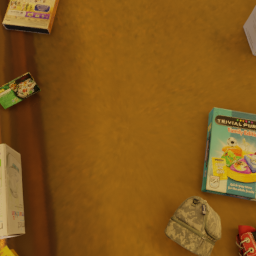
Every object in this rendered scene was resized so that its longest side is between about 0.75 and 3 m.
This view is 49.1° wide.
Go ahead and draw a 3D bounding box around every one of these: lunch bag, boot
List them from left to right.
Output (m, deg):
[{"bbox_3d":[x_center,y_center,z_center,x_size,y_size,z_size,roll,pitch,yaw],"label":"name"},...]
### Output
[{"bbox_3d":[1.551,2.201,6.315,0.904,1.298,1.089,18,73,41],"label":"lunch bag"},{"bbox_3d":[2.597,3.437,6.164,2.929,1.061,2.113,-26,73,-17],"label":"boot"}]

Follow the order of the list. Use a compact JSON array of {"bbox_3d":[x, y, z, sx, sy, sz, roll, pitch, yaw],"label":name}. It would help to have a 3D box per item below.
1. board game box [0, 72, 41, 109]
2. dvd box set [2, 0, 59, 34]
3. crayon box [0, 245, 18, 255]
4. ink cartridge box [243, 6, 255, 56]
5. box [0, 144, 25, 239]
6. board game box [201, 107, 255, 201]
[{"bbox_3d":[-3.055,-1.022,7.697,1.129,0.591,0.132,-27,30,0],"label":"board game box"},{"bbox_3d":[-3.005,-3.992,8.955,1.465,0.294,2.003,7,72,2],"label":"dvd box set"},{"bbox_3d":[-2.797,3.270,6.616,0.530,0.212,0.834,-41,77,-12],"label":"crayon box"},{"bbox_3d":[4.670,-3.295,7.405,2.021,2.785,1.166,-9,72,-3],"label":"ink cartridge box"},{"bbox_3d":[-3.859,1.683,6.631,2.398,1.159,2.116,-11,72,-4],"label":"box"},{"bbox_3d":[2.903,0.678,7.305,1.671,0.519,2.213,10,72,3],"label":"board game box"}]
